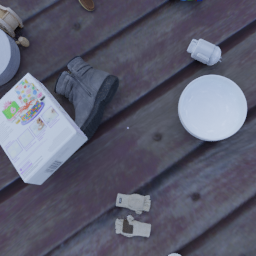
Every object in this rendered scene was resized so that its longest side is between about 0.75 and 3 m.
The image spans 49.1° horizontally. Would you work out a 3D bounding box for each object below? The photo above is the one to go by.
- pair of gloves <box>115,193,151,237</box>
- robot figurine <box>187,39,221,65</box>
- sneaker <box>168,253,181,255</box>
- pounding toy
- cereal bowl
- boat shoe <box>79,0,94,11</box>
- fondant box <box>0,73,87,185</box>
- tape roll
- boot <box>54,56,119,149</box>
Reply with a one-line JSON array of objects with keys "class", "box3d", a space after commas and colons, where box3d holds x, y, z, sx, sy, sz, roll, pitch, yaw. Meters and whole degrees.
[{"class": "pair of gloves", "box3d": [0.153, 2.583, 8.305, 1.055, 0.217, 1.240, 1, 79, 4]}, {"class": "robot figurine", "box3d": [2.448, -2.390, 8.860, 1.108, 0.625, 0.939, 26, 48, 4]}, {"class": "sneaker", "box3d": [0.764, 4.421, 7.628, 2.220, 0.971, 0.819, -42, 83, -6]}, {"class": "pounding toy", "box3d": [-3.995, -3.243, 8.800, 1.782, 1.019, 1.022, 36, 83, 6]}, {"class": "cereal bowl", "box3d": [2.461, -0.553, 8.478, 1.981, 0.825, 1.981, 0, 81, -1]}, {"class": "boat shoe", "box3d": [-1.454, -4.385, 9.189, 0.393, 0.368, 1.091, -35, 101, -21]}, {"class": "fondant box", "box3d": [-2.669, -0.010, 7.948, 1.895, 0.765, 2.627, -44, 67, 2]}, {"class": "tape roll", "box3d": [-4.381, -2.238, 8.752, 1.843, 0.609, 1.843, 0, 86, 6]}, {"class": "boot", "box3d": [-1.570, -0.788, 8.612, 1.727, 0.916, 2.624, 27, 78, 12]}]
